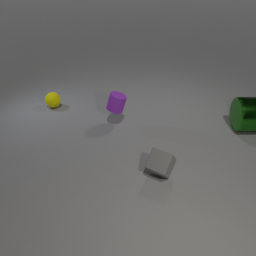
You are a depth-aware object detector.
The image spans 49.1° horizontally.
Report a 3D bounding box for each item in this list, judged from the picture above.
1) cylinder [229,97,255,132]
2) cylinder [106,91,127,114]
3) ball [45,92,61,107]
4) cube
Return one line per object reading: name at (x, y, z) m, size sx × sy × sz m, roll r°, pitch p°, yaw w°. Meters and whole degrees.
cylinder at (5.032, -0.554, 11.300) m, size 1.400 × 1.400 × 1.400 m, roll 0°, pitch 32°, yaw -1°
cylinder at (-0.471, -1.044, 11.422) m, size 0.700 × 0.700 × 0.700 m, roll 14°, pitch 29°, yaw -8°
ball at (-3.498, -1.318, 13.055) m, size 0.700 × 0.700 × 0.700 m, roll 0°, pitch 32°, yaw 0°
cube at (1.051, 1.124, 8.941) m, size 0.700 × 0.700 × 0.700 m, roll 20°, pitch 78°, yaw 25°
